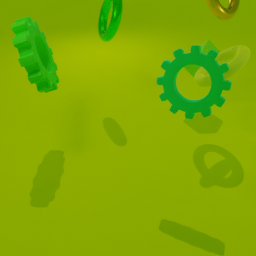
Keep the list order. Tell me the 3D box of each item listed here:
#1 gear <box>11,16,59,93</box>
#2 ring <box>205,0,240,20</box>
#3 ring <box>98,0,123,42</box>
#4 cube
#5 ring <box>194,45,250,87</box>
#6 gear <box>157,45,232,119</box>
[{"bbox_3d":[-2.172,-1.730,6.742,0.323,1.745,1.745,-16,38,4],"label":"gear"},{"bbox_3d":[2.204,-3.186,6.544,1.288,1.288,0.258,-32,18,-34],"label":"ring"},{"bbox_3d":[-0.535,-3.234,8.163,0.284,1.422,1.422,6,33,-26],"label":"ring"},{"bbox_3d":[2.412,-2.081,8.843,0.819,0.819,0.819,42,54,-10],"label":"cube"},{"bbox_3d":[2.371,-1.577,7.157,1.509,0.302,1.509,-35,17,13],"label":"ring"},{"bbox_3d":[1.240,-0.862,5.346,1.356,1.356,0.251,15,21,19],"label":"gear"}]
